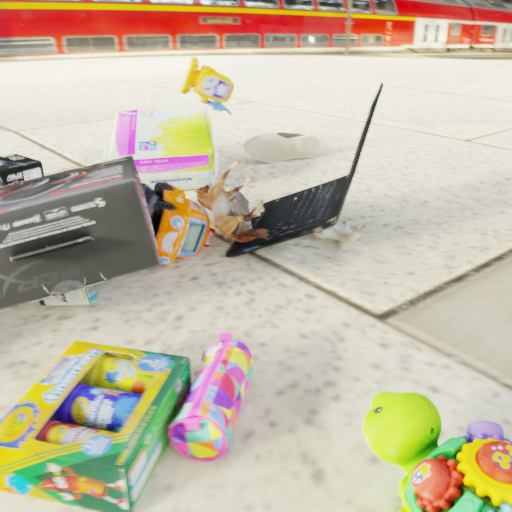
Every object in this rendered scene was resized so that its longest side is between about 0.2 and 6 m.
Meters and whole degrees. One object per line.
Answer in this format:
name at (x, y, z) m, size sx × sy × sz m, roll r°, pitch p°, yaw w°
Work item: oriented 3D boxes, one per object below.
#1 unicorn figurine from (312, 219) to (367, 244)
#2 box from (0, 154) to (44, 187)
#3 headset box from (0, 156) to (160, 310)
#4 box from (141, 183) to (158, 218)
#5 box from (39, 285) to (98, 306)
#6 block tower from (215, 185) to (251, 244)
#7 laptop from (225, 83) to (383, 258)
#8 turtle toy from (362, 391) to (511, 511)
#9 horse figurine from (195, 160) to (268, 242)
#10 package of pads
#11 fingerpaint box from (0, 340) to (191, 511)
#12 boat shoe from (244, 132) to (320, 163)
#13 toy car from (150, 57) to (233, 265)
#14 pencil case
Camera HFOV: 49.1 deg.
unicorn figurine at (1.651, -0.510, 11.200) m, size 1.385 × 0.512 × 0.952 m, roll -4°, pitch 20°, yaw 24°
box at (-6.405, -2.018, 14.143) m, size 1.294 × 0.680 × 1.580 m, roll 19°, pitch 31°, yaw 36°
headset box at (-3.035, -0.473, 8.838) m, size 2.696 × 1.360 × 3.627 m, roll -16°, pitch 19°, yaw -8°
box at (-2.562, -1.142, 11.797) m, size 0.994 × 0.616 × 0.977 m, roll 13°, pitch -14°, yaw 25°
box at (-2.977, 0.531, 8.715) m, size 1.015 × 0.418 × 0.250 m, roll -3°, pitch 21°, yaw 26°
block tower at (-0.477, -0.872, 11.510) m, size 0.564 × 0.527 × 1.950 m, roll -35°, pitch 18°, yaw 12°
laptop at (1.003, -1.699, 10.873) m, size 3.407 × 1.759 × 3.019 m, roll -16°, pitch 18°, yaw 23°
turtle toy at (1.844, 2.027, 4.915) m, size 1.599 × 1.109 × 2.194 m, roll -19°, pitch 31°, yaw -36°
horse figurine at (-0.455, -0.883, 10.184) m, size 0.436 × 1.157 × 1.746 m, roll 21°, pitch 36°, yaw -59°
package of pads at (-2.422, -2.945, 14.980) m, size 2.694 × 1.189 × 3.487 m, roll -6°, pitch 35°, yaw -7°
fingerpaint box at (-1.713, 1.737, 6.075) m, size 1.521 × 0.669 × 1.823 m, roll 6°, pitch 26°, yaw 13°
boat shoe at (0.693, -3.272, 16.701) m, size 2.427 × 0.872 × 0.722 m, roll -8°, pitch 19°, yaw -24°
toy car at (-1.057, -1.686, 10.385) m, size 1.303 × 3.915 × 1.920 m, roll 17°, pitch 4°, yaw -17°
pencil case at (-0.471, 1.582, 6.426) m, size 0.704 × 0.704 × 1.593 m, roll 4°, pitch 26°, yaw 8°
